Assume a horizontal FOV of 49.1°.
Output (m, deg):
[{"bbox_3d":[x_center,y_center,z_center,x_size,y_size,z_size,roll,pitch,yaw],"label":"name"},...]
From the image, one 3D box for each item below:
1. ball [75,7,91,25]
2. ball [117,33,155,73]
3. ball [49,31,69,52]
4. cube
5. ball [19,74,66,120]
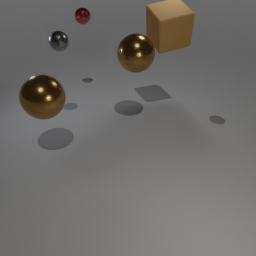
[{"bbox_3d":[-2.008,-4.956,12.400,0.700,0.700,0.700,0,32,0],"label":"ball"},{"bbox_3d":[0.296,-2.743,10.300,1.400,1.400,1.400,0,32,0],"label":"ball"},{"bbox_3d":[-2.444,-3.073,9.921,0.700,0.700,0.700,0,32,0],"label":"ball"},{"bbox_3d":[1.602,-4.017,11.007,1.400,1.400,1.400,-17,51,-10],"label":"cube"},{"bbox_3d":[-2.659,-0.962,8.754,1.400,1.400,1.400,0,32,0],"label":"ball"}]
